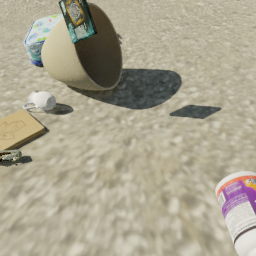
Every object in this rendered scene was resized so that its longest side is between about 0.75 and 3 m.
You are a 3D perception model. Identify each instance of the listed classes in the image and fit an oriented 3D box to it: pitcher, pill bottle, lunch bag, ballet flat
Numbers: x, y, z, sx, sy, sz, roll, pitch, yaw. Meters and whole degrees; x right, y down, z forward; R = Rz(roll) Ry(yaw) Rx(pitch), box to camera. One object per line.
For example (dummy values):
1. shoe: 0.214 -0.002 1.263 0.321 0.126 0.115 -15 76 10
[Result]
1. pitcher: -2.576 -0.738 8.131 0.872 0.528 0.748 15 57 33
2. pill bottle: 2.227 1.680 4.848 0.951 0.951 1.707 -3 40 -3
3. lunch bag: -2.797 -3.485 10.760 2.089 1.072 2.599 -11 41 3
4. ballet flat: -2.958 0.668 6.531 0.905 0.305 0.288 -7 12 -10

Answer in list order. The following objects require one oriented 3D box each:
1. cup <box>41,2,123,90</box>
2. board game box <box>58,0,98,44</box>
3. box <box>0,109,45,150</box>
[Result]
1. cup: -1.582 -2.322 8.745 1.829 2.558 2.558 -6 35 29
2. board game box: -1.178 -2.582 6.546 0.687 1.016 0.143 -14 9 27
3. box: -3.113 0.097 7.361 1.456 0.155 1.190 -32 50 -33
